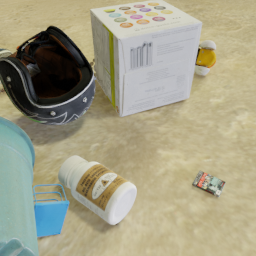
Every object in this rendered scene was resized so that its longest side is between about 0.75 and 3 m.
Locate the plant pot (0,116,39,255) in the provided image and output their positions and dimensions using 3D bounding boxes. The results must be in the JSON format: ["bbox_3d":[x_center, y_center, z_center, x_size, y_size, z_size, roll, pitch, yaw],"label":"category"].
[{"bbox_3d":[-3.079,1.668,5.332,2.974,2.974,2.913,-16,41,-18],"label":"plant pot"}]

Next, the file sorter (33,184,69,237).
[{"bbox_3d":[-1.897,1.911,6.526,0.738,1.063,0.652,3,31,-28],"label":"file sorter"}]

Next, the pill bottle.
[{"bbox_3d":[-0.824,1.478,7.114,1.896,1.084,1.084,26,48,28],"label":"pill bottle"}]

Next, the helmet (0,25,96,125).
[{"bbox_3d":[-2.532,-1.487,9.184,2.978,2.840,2.978,-30,22,13],"label":"helmet"}]

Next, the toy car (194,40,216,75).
[{"bbox_3d":[3.090,-3.133,12.392,1.664,1.456,1.247,20,10,22],"label":"toy car"}]

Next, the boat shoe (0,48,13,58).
[{"bbox_3d":[-6.433,-2.893,12.125,0.889,1.077,2.876,34,50,31],"label":"boat shoe"}]

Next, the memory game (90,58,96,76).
[{"bbox_3d":[-1.229,-2.578,11.811,0.964,0.964,0.061,-21,44,-22],"label":"memory game"}]

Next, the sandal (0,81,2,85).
[{"bbox_3d":[-4.540,-1.984,11.602,1.887,0.464,0.768,-13,57,-33],"label":"sandal"}]

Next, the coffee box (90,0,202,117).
[{"bbox_3d":[0.491,-2.729,10.460,2.968,2.972,2.939,-16,43,-17],"label":"coffee box"}]

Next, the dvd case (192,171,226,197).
[{"bbox_3d":[2.256,1.542,7.799,0.777,0.086,0.567,21,46,24],"label":"dvd case"}]
